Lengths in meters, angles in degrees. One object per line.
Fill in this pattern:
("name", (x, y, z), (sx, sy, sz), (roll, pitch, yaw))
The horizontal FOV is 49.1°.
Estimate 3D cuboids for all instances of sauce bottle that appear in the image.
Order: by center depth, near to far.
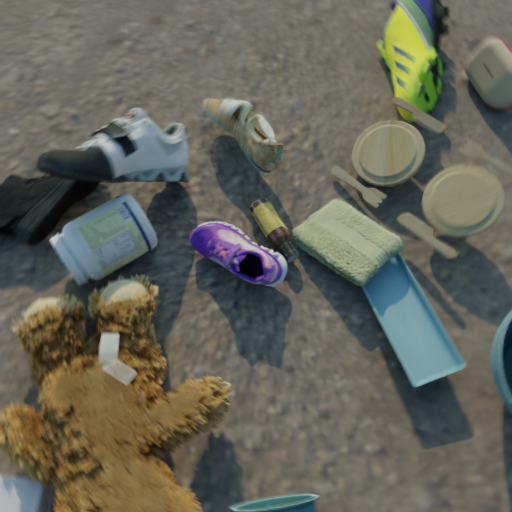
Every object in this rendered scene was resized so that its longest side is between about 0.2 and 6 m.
("sauce bottle", (0.325, -0.426, 9.557), (0.392, 0.392, 1.211), (-26, 69, -12))

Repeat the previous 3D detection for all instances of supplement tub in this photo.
("supplement tub", (-2.459, -0.256, 9.095), (1.437, 1.042, 1.042), (-32, 68, -15))

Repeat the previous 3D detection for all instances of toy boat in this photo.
("toy boat", (4.801, -3.493, 10.914), (0.906, 0.905, 1.386), (-1, 59, -34))

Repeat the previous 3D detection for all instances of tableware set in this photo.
("tableware set", (2.925, -1.304, 9.770), (1.884, 0.571, 2.849), (-48, 63, 1))

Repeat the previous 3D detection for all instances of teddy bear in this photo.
("teddy bear", (-2.056, 2.206, 7.844), (3.164, 1.457, 4.365), (-27, 61, -25))

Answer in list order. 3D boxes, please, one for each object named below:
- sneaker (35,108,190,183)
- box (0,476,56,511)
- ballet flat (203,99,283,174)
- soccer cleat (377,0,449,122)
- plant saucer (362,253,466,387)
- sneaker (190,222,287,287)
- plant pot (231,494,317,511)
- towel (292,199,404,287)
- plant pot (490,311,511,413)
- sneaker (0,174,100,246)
("sneaker", (-2.250, -1.780, 9.043), (1.023, 2.760, 1.221), (12, 106, 38))
("box", (-4.417, 3.238, 7.613), (3.215, 0.622, 0.666), (4, 64, 2))
("ballet flat", (-0.180, -2.345, 10.040), (2.054, 0.671, 0.724), (49, 32, 22))
("soccer cleat", (3.024, -3.921, 11.106), (1.329, 1.027, 3.177), (0, 64, 31))
("plant saucer", (2.299, 0.854, 8.862), (0.855, 0.232, 2.447), (-20, 58, -5))
("sneaker", (-0.353, -0.024, 9.048), (1.716, 0.759, 0.690), (26, 106, 13))
("plant pot", (0.314, 3.743, 7.164), (1.140, 1.140, 1.117), (-7, 71, -3))
("towel", (1.503, -0.266, 9.351), (1.204, 0.296, 1.623), (-40, 57, -17))
("plant pot", (4.256, 1.566, 7.872), (2.163, 1.457, 2.163), (-1, 77, 2))
("sneaker", (-3.824, -1.110, 9.695), (1.247, 0.718, 2.391), (35, 72, 11))
